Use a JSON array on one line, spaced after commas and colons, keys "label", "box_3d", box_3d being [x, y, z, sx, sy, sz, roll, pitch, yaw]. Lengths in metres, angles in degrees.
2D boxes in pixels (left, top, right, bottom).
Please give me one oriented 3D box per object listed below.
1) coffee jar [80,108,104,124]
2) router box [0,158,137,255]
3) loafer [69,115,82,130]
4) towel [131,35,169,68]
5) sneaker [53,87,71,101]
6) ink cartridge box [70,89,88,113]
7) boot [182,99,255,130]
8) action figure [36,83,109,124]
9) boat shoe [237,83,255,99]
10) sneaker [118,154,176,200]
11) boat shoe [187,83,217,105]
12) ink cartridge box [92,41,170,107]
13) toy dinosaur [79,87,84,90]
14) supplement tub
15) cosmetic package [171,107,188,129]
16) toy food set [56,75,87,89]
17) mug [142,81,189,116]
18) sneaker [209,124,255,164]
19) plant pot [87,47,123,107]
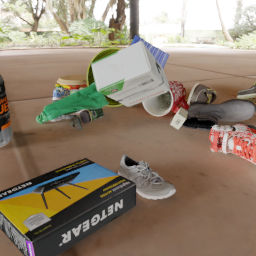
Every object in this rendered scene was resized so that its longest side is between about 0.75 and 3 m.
[{"label": "coffee jar", "box_3d": [-1.464, -0.546, 11.226, 0.445, 0.544, 1.043, -11, 11, 35]}, {"label": "router box", "box_3d": [-1.252, 1.481, 5.669, 1.777, 0.608, 2.383, 18, 27, 40]}, {"label": "loafer", "box_3d": [-1.982, -0.158, 10.496, 0.418, 0.477, 1.328, -23, 17, -5]}, {"label": "towel", "box_3d": [0.807, -2.907, 11.653, 1.761, 1.275, 0.210, 24, -3, -23]}, {"label": "sneaker", "box_3d": [-3.427, -1.841, 14.641, 0.603, 0.613, 1.592, 2, 19, 10]}, {"label": "ink cartridge box", "box_3d": [-2.107, -1.169, 12.305, 0.710, 0.977, 0.428, 4, 18, 11]}, {"label": "boot", "box_3d": [3.416, -0.390, 10.594, 2.660, 0.928, 1.751, -3, 21, 25]}, {"label": "action figure", "box_3d": [-2.334, -0.840, 11.284, 2.797, 0.765, 1.652, -22, 44, -16]}, {"label": "boat shoe", "box_3d": [6.739, -1.993, 14.122, 2.404, 0.724, 0.857, -9, -4, 18]}, {"label": "sneaker", "box_3d": [0.359, 1.121, 6.545, 1.662, 0.682, 0.621, 17, 26, 39]}, {"label": "boat shoe", "box_3d": [3.417, -1.431, 12.711, 0.836, 1.009, 2.809, 28, 18, 20]}, {"label": "ink cartridge box", "box_3d": [0.196, -1.698, 9.569, 1.839, 1.042, 2.509, -20, -14, 17]}, {"label": "toy dinosaur", "box_3d": [-2.256, -1.568, 13.426, 1.094, 0.589, 2.481, -36, 1, 3]}, {"label": "supplement tub", "box_3d": [-4.614, -0.725, 8.759, 1.595, 2.604, 1.595, -1, 21, 0]}, {"label": "cosmetic package", "box_3d": [1.761, -0.338, 9.548, 0.336, 0.477, 0.921, 35, 25, 5]}, {"label": "toy food set", "box_3d": [-3.174, -2.870, 17.423, 2.446, 0.601, 2.471, 13, 24, 31]}, {"label": "mug", "box_3d": [1.823, -1.233, 12.530, 1.428, 1.900, 2.141, -31, -2, 32]}, {"label": "sneaker", "box_3d": [3.144, 0.559, 7.775, 1.476, 0.919, 2.754, 0, 17, 2]}, {"label": "plant pot", "box_3d": [-0.270, -2.464, 14.039, 2.692, 2.692, 2.592, 8, 9, 20]}]
